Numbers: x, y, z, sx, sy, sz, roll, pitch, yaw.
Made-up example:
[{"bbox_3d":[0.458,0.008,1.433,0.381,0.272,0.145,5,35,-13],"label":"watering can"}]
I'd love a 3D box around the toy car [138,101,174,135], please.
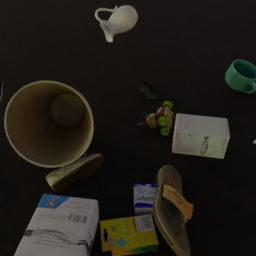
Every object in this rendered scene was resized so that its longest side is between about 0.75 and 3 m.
[{"bbox_3d":[1.031,-0.386,10.807,1.278,1.008,1.050,2,47,21],"label":"toy car"}]

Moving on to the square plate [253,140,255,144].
[{"bbox_3d":[5.156,0.498,10.255,0.828,0.119,0.836,30,47,34],"label":"square plate"}]

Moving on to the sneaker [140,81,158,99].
[{"bbox_3d":[0.958,-1.730,12.796,0.446,0.534,1.176,-22,44,-29],"label":"sneaker"}]

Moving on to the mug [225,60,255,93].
[{"bbox_3d":[5.224,-2.281,13.010,1.332,1.002,1.621,20,51,0],"label":"mug"}]

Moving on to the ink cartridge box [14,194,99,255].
[{"bbox_3d":[-1.655,2.725,6.753,1.489,0.867,2.059,5,38,7],"label":"ink cartridge box"}]

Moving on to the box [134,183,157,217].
[{"bbox_3d":[0.565,2.042,7.983,0.792,0.452,0.861,-1,38,0],"label":"box"}]

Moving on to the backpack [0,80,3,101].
[{"bbox_3d":[-3.594,-0.924,7.024,0.839,0.732,0.954,10,36,-24],"label":"backpack"}]

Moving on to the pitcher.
[{"bbox_3d":[-0.502,-4.826,12.296,1.682,1.443,1.020,-40,23,-17],"label":"pitcher"}]

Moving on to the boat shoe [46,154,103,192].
[{"bbox_3d":[-1.647,1.256,8.809,1.875,0.687,0.588,-27,48,-29],"label":"boat shoe"}]

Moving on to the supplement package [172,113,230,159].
[{"bbox_3d":[2.507,0.268,9.794,1.780,1.041,1.044,6,39,9],"label":"supplement package"}]

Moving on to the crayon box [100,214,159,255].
[{"bbox_3d":[0.007,2.739,7.160,1.391,0.353,0.883,-4,38,-7],"label":"crayon box"}]

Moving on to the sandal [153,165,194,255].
[{"bbox_3d":[1.305,1.956,7.454,0.779,1.158,2.884,-37,23,27],"label":"sandal"}]

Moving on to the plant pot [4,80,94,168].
[{"bbox_3d":[-2.321,-0.398,9.574,2.625,2.625,2.802,0,14,0],"label":"plant pot"}]
